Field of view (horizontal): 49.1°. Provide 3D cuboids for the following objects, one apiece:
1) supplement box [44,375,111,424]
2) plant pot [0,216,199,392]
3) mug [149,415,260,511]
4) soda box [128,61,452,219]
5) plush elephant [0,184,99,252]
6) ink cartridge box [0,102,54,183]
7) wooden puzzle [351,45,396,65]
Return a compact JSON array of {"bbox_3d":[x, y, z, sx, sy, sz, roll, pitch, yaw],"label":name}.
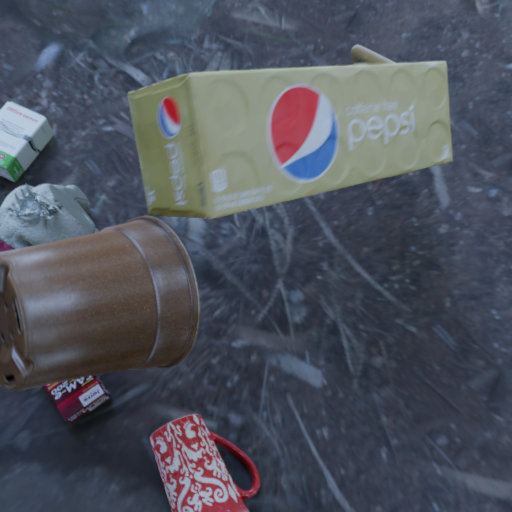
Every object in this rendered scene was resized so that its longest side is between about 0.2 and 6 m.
[{"bbox_3d":[-3.049,1.909,9.050,0.749,0.419,1.376,-35,72,-14],"label":"supplement box"},{"bbox_3d":[-2.002,0.576,6.424,1.921,1.941,1.941,-10,61,-42],"label":"plant pot"},{"bbox_3d":[-0.808,3.242,8.306,1.037,1.379,1.554,-41,62,22],"label":"mug"},{"bbox_3d":[0.748,-1.698,7.677,4.625,1.480,1.566,-16,104,-36],"label":"soda box"},{"bbox_3d":[-3.616,0.074,8.982,2.212,2.857,2.353,-42,79,2],"label":"plush elephant"},{"bbox_3d":[-4.724,-2.216,10.838,0.959,0.543,1.308,26,68,11],"label":"ink cartridge box"},{"bbox_3d":[2.117,-3.084,9.679,1.114,1.203,0.278,30,93,9],"label":"wooden puzzle"}]
